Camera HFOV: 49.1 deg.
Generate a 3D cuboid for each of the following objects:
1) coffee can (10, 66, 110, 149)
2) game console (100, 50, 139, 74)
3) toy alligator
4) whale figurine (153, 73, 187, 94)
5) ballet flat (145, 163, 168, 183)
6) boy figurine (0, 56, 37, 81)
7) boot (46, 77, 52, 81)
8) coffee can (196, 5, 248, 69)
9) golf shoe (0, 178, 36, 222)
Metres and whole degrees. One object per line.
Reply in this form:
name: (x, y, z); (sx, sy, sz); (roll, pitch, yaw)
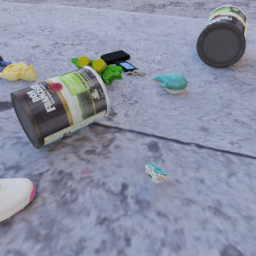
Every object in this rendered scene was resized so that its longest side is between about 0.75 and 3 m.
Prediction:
coffee can: (-1.786, -0.596, 7.550); (2.135, 1.563, 1.563); (-28, 46, -27)
game console: (-0.223, -2.683, 11.427); (1.129, 0.231, 1.914); (-23, 45, -26)
toy alligator: (-0.865, -1.901, 10.051); (2.990, 0.887, 0.811); (16, 81, 19)
whale figurine: (1.487, -1.689, 9.844); (0.997, 0.651, 1.254); (-29, 47, -31)
ballet flat: (0.617, 1.032, 6.144); (0.375, 0.317, 0.992); (13, 3, -12)
boy figurine: (-4.302, -2.168, 10.478); (1.990, 0.641, 1.237); (18, 39, 25)
boot: (-2.415, -0.872, 8.922); (1.418, 0.511, 1.096); (41, 64, 13)
coffee can: (3.928, -3.795, 11.536); (1.811, 1.811, 2.474); (13, 40, 16)
golf shoe: (-3.211, 1.395, 5.610); (2.548, 1.166, 0.960); (-12, 39, -18)
